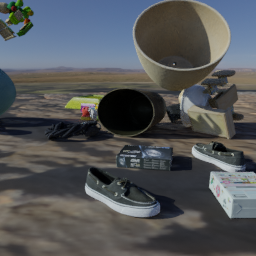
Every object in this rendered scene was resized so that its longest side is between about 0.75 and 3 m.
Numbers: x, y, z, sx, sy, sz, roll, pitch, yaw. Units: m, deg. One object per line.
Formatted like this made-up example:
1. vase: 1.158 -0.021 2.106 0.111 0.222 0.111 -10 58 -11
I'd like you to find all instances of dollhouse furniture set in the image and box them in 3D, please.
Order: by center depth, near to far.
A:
1. dollhouse furniture set: -3.497 -3.106 8.437 1.010 0.662 0.507 -4 48 33
2. dollhouse furniture set: 3.578 -0.761 10.326 2.318 2.032 1.540 -38 31 -28

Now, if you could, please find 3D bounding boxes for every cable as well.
1. cable: -2.092 0.012 9.973 1.706 0.531 2.091 7 15 32

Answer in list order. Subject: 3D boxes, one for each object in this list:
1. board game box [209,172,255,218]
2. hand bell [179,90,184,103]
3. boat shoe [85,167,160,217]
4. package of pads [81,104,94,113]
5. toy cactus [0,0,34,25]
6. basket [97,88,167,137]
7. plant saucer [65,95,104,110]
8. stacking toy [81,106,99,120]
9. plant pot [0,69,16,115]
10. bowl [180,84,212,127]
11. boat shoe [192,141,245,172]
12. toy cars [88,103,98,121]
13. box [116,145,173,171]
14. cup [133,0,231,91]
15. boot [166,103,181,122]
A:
1. board game box: 2.049 1.149 4.990 0.858 0.374 1.163 1 13 -1
2. hand bell: 3.188 -1.347 14.919 1.288 1.288 2.474 4 17 18
3. boat shoe: -0.172 1.098 4.960 1.666 0.472 0.572 10 16 39
4. package of pads: -2.098 -1.044 14.982 0.850 0.512 0.322 3 12 12
5. toy cactus: -4.014 -4.054 9.830 1.339 0.830 1.623 6 8 -18
6. basket: 0.438 -0.686 10.749 2.243 1.692 2.488 0 7 28
7. plant saucer: -1.988 -1.621 17.330 2.774 0.665 2.778 7 13 30
8. stacking toy: -1.493 -0.775 13.495 1.295 0.604 1.430 2 13 13
9. plant pot: -6.499 -1.264 11.981 2.778 2.778 1.871 1 45 4
10. bowl: 2.818 -0.892 11.109 0.828 1.843 1.843 8 15 33
11. boat shoe: 2.282 0.617 7.120 0.626 0.517 1.825 -5 13 -21
12. toy cars: -1.470 -0.817 13.117 0.308 0.623 1.390 -37 10 26
13. box: 0.453 0.734 7.132 1.327 0.289 1.063 3 12 12
14. cup: 1.663 -2.452 9.399 2.948 2.948 2.109 1 -26 3
15. boot: 2.703 -0.602 12.474 1.725 0.566 1.422 -12 46 -11
